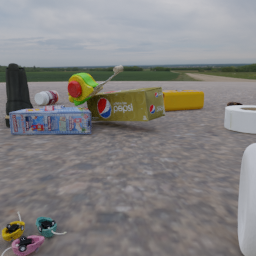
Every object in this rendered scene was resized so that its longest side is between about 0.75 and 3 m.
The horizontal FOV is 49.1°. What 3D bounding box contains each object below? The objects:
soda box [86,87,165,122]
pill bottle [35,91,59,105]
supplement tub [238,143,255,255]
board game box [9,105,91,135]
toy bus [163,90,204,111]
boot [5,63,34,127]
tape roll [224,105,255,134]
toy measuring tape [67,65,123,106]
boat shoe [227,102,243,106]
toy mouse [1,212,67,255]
[{"bbox_3d":[-0.161,-0.754,9.185,2.762,0.935,0.884,1,14,43],"label":"soda box"},{"bbox_3d":[-4.412,-1.639,15.247,0.728,0.728,1.274,5,13,23],"label":"pill bottle"},{"bbox_3d":[1.913,0.760,2.599,1.594,1.159,1.159,4,12,18],"label":"supplement tub"},{"bbox_3d":[-2.446,-0.302,8.849,2.273,0.701,2.274,-3,12,-16],"label":"board game box"},{"bbox_3d":[2.169,-1.309,13.273,2.768,0.901,1.084,-5,14,-24],"label":"toy bus"},{"bbox_3d":[-3.954,-1.293,10.315,1.149,2.052,2.966,-5,12,-22],"label":"boot"},{"bbox_3d":[4.050,-0.299,8.940,1.877,0.656,1.877,0,12,0],"label":"tape roll"},{"bbox_3d":[-1.192,-1.512,8.745,0.938,0.938,2.548,-12,-13,-46],"label":"toy measuring tape"},{"bbox_3d":[5.376,-1.170,14.066,0.812,0.286,0.285,-4,9,-18],"label":"boat shoe"},{"bbox_3d":[-1.013,1.181,3.042,0.718,0.156,0.808,0,12,3],"label":"toy mouse"}]
